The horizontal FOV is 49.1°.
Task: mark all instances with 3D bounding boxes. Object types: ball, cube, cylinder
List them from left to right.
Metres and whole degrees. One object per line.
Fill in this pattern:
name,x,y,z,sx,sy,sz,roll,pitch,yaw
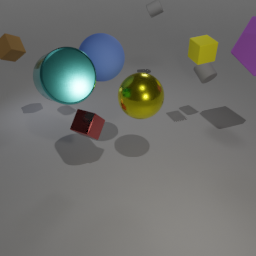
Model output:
cube,-4.420,-3.000,10.509,0.700,0.700,0.700,-29,-8,25
cylinder,-1.709,-1.359,7.418,1.400,1.400,1.400,-15,14,-23
cube,-1.262,-0.107,8.830,0.700,0.700,0.700,15,-9,26
ball,-0.799,-2.097,8.367,1.400,1.400,1.400,0,31,0
ball,0.387,-0.958,8.409,1.400,1.400,1.400,0,31,0
cylinder,1.374,-6.117,14.321,0.700,0.700,0.700,-21,27,17
cube,2.558,-2.691,9.624,0.700,0.700,0.700,-15,43,-14
cylinder,3.123,-2.277,11.314,0.700,0.700,0.700,-18,72,-27
cube,4.689,-2.727,9.435,1.400,1.400,1.400,-6,51,-26
